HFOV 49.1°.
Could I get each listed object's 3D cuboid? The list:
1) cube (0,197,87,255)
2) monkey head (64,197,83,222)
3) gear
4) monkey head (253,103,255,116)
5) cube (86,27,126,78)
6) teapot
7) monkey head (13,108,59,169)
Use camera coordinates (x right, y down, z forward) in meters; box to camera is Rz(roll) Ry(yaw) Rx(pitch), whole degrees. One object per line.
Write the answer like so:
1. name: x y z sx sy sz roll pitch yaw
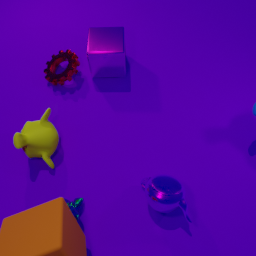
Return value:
1. cube: -1.714 2.545 5.723 1.372 1.372 1.372 -21 28 -1
2. monkey head: -1.575 2.000 7.063 1.263 0.761 0.909 -17 34 40
3. gear: -2.233 -2.038 9.423 1.289 0.238 1.289 -10 64 21
4. monkey head: 4.000 -0.390 7.585 0.963 1.150 1.598 6 82 48
5. cube: -0.687 -2.524 9.394 1.188 1.188 1.188 -1 60 1
6. teapot: 0.973 1.753 7.160 1.684 0.825 1.047 29 37 34
7. monkey head: -2.487 0.310 7.708 1.030 1.229 1.709 -4 90 2
